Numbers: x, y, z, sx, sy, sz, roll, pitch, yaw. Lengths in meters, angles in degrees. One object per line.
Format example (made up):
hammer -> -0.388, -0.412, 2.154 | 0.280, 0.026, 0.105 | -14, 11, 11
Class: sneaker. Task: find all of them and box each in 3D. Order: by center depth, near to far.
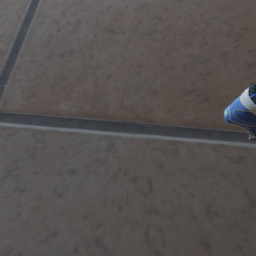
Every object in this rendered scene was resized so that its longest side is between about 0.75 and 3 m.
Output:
sneaker -> 2.418, -0.087, 4.672 | 1.891, 0.728, 0.716 | 27, 51, -22
